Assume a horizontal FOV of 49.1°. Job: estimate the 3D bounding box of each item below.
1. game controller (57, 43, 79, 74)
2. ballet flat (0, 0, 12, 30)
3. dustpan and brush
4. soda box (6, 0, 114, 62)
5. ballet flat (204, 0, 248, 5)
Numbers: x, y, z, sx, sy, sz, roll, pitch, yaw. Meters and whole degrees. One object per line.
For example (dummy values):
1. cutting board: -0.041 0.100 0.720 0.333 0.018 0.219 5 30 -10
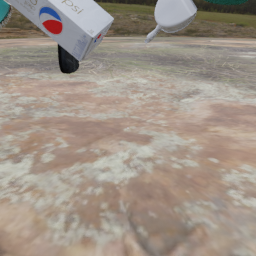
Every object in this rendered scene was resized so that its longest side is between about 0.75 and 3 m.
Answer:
1. game controller: -1.914 -3.039 8.586 0.569 2.702 1.410 0 9 10
2. ballet flat: -3.996 -2.682 7.600 2.179 0.782 0.782 -38 25 3
3. dustpan and brush: 0.818 -2.418 6.261 1.459 1.018 0.418 -35 -20 32
4. soda box: -1.877 -3.034 6.614 2.988 0.951 1.018 40 54 -6
5. ballet flat: 1.146 -2.564 4.645 2.061 0.716 0.716 1 21 -12
